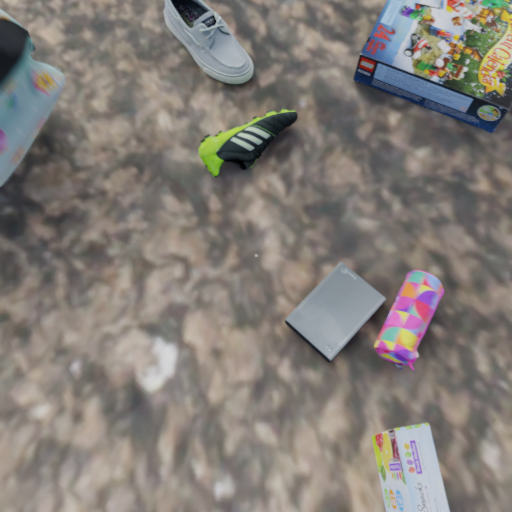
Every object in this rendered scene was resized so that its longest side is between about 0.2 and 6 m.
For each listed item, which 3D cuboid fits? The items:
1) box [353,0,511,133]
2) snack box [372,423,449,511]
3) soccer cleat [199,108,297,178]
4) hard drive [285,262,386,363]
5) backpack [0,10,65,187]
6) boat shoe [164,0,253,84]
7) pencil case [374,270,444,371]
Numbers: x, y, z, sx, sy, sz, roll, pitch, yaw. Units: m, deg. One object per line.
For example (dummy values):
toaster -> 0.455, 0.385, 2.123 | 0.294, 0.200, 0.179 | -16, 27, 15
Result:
box -> 4.211, -4.919, 11.498 | 2.973, 0.820, 4.353 | 23, 70, 9
snack box -> 2.204, 3.489, 7.825 | 0.547, 1.467, 2.063 | -7, 69, -3
soccer cleat -> -0.078, -2.132, 10.557 | 2.070, 0.699, 0.839 | -26, 95, -14
hard drive -> 1.345, 0.931, 9.491 | 1.016, 0.239, 1.456 | 41, 73, 16
backpack -> -5.021, -2.697, 9.290 | 3.573, 2.739, 3.140 | 35, 93, 49
boat shoe -> -1.030, -4.490, 11.285 | 0.881, 0.900, 2.527 | -39, 73, -14
pencil case -> 2.539, 1.048, 9.210 | 0.718, 0.718, 1.624 | 24, 70, 9
